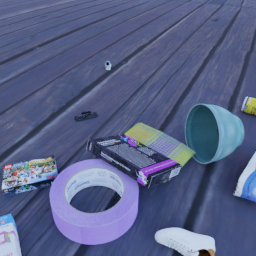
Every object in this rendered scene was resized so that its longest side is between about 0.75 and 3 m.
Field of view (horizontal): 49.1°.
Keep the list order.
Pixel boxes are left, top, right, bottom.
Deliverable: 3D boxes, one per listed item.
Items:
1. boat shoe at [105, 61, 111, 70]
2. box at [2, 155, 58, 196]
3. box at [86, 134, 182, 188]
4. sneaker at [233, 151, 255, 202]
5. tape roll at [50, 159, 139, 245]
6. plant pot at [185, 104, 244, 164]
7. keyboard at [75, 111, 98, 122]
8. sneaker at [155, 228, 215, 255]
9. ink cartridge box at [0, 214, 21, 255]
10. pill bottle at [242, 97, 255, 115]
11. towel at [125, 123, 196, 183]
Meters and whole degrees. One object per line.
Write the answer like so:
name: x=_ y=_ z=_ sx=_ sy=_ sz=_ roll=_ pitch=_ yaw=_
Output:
boat shoe: x=-1.132 y=-3.629 z=15.957 sx=0.338 sy=0.345 sz=0.969 roll=-2 pitch=36 yaw=-3
box: x=-3.107 y=1.478 z=8.940 sx=1.637 sy=0.309 sz=1.118 roll=-11 pitch=37 yaw=-14
box: x=0.177 y=0.900 z=8.619 sx=2.456 sy=0.443 sz=1.756 roll=29 pitch=21 yaw=32
sneaker: x=4.213 y=1.404 z=8.653 sx=1.118 sy=0.985 sz=2.507 roll=29 pitch=53 yaw=24
tape roll: x=-0.917 y=1.958 z=7.864 sx=2.419 sy=0.794 sz=2.419 roll=0 pitch=36 yaw=0
plant pot: x=3.014 y=0.156 z=9.493 sx=1.336 sy=1.994 sz=1.994 roll=-3 pitch=35 yaw=-20
keyboard: x=-1.798 y=-0.557 z=11.859 sx=0.978 sy=0.194 sz=0.509 roll=-14 pitch=38 yaw=-20
sneaker: x=1.384 y=2.869 z=6.818 sx=1.483 sy=0.540 sz=0.628 roll=7 pitch=34 yaw=7
ink cartridge box: x=-3.173 y=2.889 z=6.768 sx=0.971 sy=0.569 sz=1.343 roll=-15 pitch=40 yaw=-21
pill bottle: x=5.516 y=-0.860 z=11.859 sx=1.207 sy=0.676 sz=0.676 roll=19 pitch=40 yaw=24
towel: x=0.813 y=0.754 z=9.914 sx=2.690 sy=0.306 sz=1.932 roll=26 pitch=45 yaw=31
